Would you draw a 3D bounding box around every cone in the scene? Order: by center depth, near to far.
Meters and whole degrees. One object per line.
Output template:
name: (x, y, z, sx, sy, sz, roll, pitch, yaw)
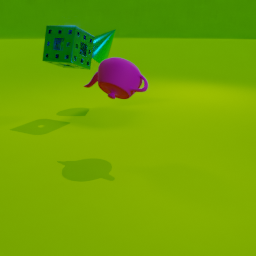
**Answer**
cone: (-0.844, -3.156, 10.176, 1.185, 1.181, 1.181, -39, 3, 27)

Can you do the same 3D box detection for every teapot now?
teapot: (-0.271, -1.025, 6.181, 1.644, 0.805, 1.022, 12, -17, 31)

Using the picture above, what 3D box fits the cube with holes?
cube with holes: (-1.867, -2.524, 8.882, 1.084, 1.084, 1.084, 10, 4, 23)
